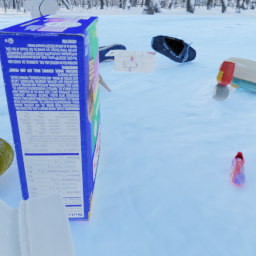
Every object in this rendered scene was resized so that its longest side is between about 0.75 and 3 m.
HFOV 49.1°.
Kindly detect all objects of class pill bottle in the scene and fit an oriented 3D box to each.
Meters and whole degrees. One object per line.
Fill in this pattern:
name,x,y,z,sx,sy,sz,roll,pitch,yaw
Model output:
pill bottle,-1.922,1.579,2.754,2.731,1.545,1.545,-9,28,-18

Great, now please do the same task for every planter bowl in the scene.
planter bowl,-2.915,0.742,5.446,1.327,0.553,1.327,9,37,-7

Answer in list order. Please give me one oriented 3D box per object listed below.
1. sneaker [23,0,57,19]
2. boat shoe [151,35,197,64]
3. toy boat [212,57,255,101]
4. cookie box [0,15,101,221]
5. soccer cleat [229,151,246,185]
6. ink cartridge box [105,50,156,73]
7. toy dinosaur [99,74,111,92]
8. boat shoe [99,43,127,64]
sneaker,-2.580,-3.104,8.036,0.862,1.499,0.563,39,30,21
boat shoe,2.438,-3.784,13.728,2.918,1.228,1.002,-1,4,-37
toy boat,4.011,-1.727,10.071,2.856,1.327,2.401,-12,32,-40
cookie box,-1.099,-0.322,4.998,1.119,2.977,2.546,1,26,-2
soccer cleat,2.236,0.815,5.678,0.303,0.347,0.907,9,27,18
ink cartridge box,0.138,-3.192,13.355,2.273,0.767,1.324,6,27,9
toy dinosaur,-1.941,-2.019,10.669,2.720,1.167,1.843,6,14,-4
boat shoe,-1.209,-4.006,14.862,2.531,0.914,0.916,-21,31,-36
